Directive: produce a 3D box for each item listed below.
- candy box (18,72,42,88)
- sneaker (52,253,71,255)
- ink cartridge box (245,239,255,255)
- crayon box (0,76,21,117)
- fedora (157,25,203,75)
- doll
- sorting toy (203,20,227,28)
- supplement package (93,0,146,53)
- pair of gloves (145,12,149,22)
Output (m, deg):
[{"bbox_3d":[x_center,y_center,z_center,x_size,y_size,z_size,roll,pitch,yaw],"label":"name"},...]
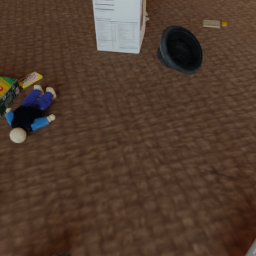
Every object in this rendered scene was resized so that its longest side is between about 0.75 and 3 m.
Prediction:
[{"bbox_3d":[-3.858,-1.887,10.962,0.465,0.120,0.909,31,53,24],"label":"candy box"},{"bbox_3d":[-1.769,3.200,5.685,1.553,0.549,0.759,-26,50,-20],"label":"sneaker"},{"bbox_3d":[2.909,3.232,5.489,1.613,0.771,1.838,35,55,29],"label":"ink cartridge box"},{"bbox_3d":[-5.336,-1.251,9.999,2.417,0.614,1.534,8,46,9],"label":"crayon box"},{"bbox_3d":[1.486,-2.284,8.574,1.654,1.654,0.755,-37,12,-31],"label":"fedora"},{"bbox_3d":[-3.165,-0.481,9.262,1.627,0.578,2.384,12,47,5],"label":"doll"},{"bbox_3d":[4.434,-5.270,14.266,1.204,0.161,0.897,8,42,7],"label":"sorting toy"},{"bbox_3d":[-0.259,-5.197,12.393,1.975,2.685,2.568,6,46,6],"label":"supplement package"},{"bbox_3d":[0.564,-5.919,14.840,1.056,0.218,1.242,-3,45,-3],"label":"pair of gloves"}]
